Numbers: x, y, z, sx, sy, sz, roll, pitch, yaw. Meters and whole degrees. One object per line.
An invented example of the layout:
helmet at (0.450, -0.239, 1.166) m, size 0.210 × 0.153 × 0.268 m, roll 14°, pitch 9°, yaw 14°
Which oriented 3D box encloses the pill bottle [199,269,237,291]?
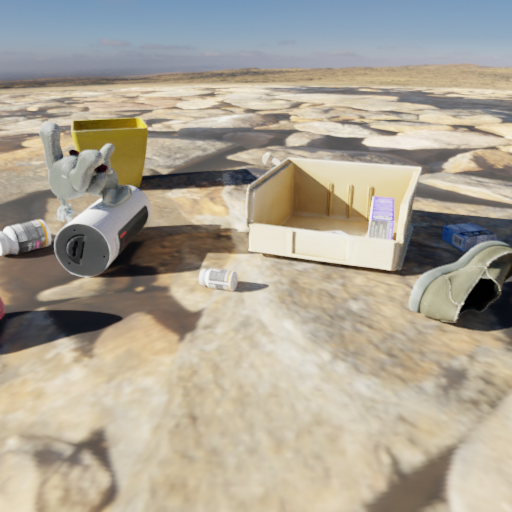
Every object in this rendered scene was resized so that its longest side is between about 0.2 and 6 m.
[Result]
pill bottle at (-0.692, 0.425, 10.237) m, size 0.644 × 0.375 × 0.375 m, roll 7°, pitch 23°, yaw 17°

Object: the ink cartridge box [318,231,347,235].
ink cartridge box at (1.683, -0.290, 11.739) m, size 0.645 × 0.294 × 0.783 m, roll -2°, pitch 20°, yaw -27°

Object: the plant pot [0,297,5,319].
plant pot at (-4.614, 0.832, 8.399) m, size 1.180 × 1.180 × 1.056 m, roll 12°, pitch 40°, yaw 26°

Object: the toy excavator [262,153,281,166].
toy excavator at (0.741, -2.380, 16.117) m, size 1.101 × 1.132 × 0.566 m, roll 5°, pitch 22°, yaw 12°

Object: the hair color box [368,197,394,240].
hair color box at (2.632, -0.601, 11.820) m, size 0.523 × 0.881 × 1.613 m, roll 7°, pitch 24°, yaw 12°

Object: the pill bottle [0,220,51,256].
pill bottle at (-4.977, -0.374, 11.893) m, size 1.049 × 0.610 × 0.610 m, roll -20°, pitch 30°, yaw -39°

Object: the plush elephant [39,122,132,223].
plush elephant at (-3.323, -1.664, 11.299) m, size 1.554 × 1.886 × 1.461 m, roll 26°, pitch 32°, yaw 23°

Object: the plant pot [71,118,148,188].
plant pot at (-4.340, -3.039, 16.794) m, size 2.089 × 1.843 × 2.089 m, roll -6°, pitch 24°, yaw -15°

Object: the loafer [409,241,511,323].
loafer at (3.706, 0.533, 9.436) m, size 2.632 × 0.990 × 0.917 m, roll -22°, pitch 41°, yaw -31°

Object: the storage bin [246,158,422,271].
storage bin at (1.757, -1.006, 12.256) m, size 3.209 × 1.504 × 3.186 m, roll 8°, pitch 23°, yaw 18°

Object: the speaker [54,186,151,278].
speaker at (-3.124, -0.597, 11.727) m, size 1.135 × 1.135 × 2.794 m, roll 2°, pitch 22°, yaw 6°

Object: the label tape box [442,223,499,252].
label tape box at (4.830, -0.440, 12.365) m, size 1.139 × 0.376 × 0.816 m, roll -8°, pitch 23°, yaw -15°
